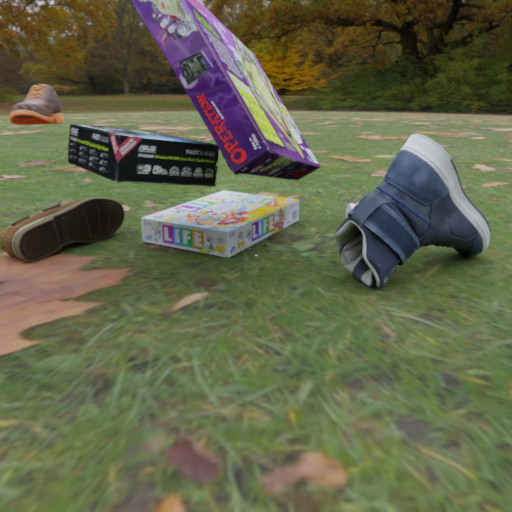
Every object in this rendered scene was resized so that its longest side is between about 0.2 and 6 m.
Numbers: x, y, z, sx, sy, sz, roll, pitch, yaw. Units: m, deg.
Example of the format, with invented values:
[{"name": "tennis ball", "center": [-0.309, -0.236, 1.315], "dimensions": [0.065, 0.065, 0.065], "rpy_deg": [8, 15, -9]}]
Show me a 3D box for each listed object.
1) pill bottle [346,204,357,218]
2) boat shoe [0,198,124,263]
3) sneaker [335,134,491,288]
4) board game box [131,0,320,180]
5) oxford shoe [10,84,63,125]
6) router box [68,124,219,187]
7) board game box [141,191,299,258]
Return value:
[{"name": "pill bottle", "center": [2.611, -1.006, 13.036], "dimensions": [0.944, 0.549, 0.549], "rpy_deg": [-3, 19, -9]}, {"name": "boat shoe", "center": [-3.916, -0.674, 11.366], "dimensions": [0.909, 0.962, 2.673], "rpy_deg": [13, 22, 32]}, {"name": "sneaker", "center": [2.746, -0.280, 9.868], "dimensions": [3.263, 2.358, 1.241], "rpy_deg": [38, 0, -42]}, {"name": "board game box", "center": [-0.200, -2.832, 10.063], "dimensions": [0.825, 3.067, 5.110], "rpy_deg": [-27, -1, 16]}, {"name": "oxford shoe", "center": [-3.909, -2.677, 9.888], "dimensions": [0.684, 0.699, 1.918], "rpy_deg": [-2, 14, -8]}, {"name": "router box", "center": [-1.960, -1.720, 9.475], "dimensions": [1.739, 0.721, 2.321], "rpy_deg": [-2, 16, -37]}, {"name": "board game box", "center": [-0.680, -0.801, 12.381], "dimensions": [2.136, 0.544, 3.177], "rpy_deg": [10, 21, 27]}]
